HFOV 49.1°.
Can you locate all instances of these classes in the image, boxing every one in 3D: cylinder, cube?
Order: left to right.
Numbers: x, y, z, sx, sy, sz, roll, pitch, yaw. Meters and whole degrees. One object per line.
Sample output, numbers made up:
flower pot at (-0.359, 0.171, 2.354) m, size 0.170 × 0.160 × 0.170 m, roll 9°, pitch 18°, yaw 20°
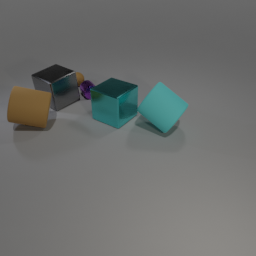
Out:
cylinder at (-3.772, -0.799, 10.802) m, size 1.400 × 1.400 × 1.400 m, roll 10°, pitch 31°, yaw -15°
cube at (-3.213, -1.844, 12.580) m, size 1.400 × 1.400 × 1.400 m, roll 25°, pitch 46°, yaw 32°
cylinder at (-1.842, -1.817, 13.259) m, size 0.700 × 0.700 × 0.700 m, roll -16°, pitch 38°, yaw -23°
cube at (-0.541, -1.060, 11.499) m, size 1.400 × 1.400 × 1.400 m, roll 21°, pitch 39°, yaw 29°
cylinder at (1.297, -0.770, 10.555) m, size 1.400 × 1.400 × 1.400 m, roll 39°, pitch 42°, yaw 3°

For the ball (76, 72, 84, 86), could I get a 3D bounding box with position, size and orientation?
ball at (-2.569, -2.487, 14.235) m, size 0.700 × 0.700 × 0.700 m, roll 0°, pitch 34°, yaw 0°
